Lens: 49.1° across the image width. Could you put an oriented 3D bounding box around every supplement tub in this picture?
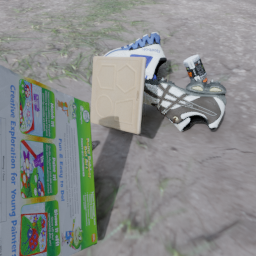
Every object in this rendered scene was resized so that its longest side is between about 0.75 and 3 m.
[{"bbox_3d":[2.489,-2.109,10.256,0.612,0.999,0.612,-26,16,8],"label":"supplement tub"}]

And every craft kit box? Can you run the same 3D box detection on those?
[{"bbox_3d":[-1.345,0.619,4.092,0.633,2.610,2.578,-10,-12,24],"label":"craft kit box"}]

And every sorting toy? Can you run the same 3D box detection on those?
[{"bbox_3d":[-0.264,-0.867,6.978,0.348,1.765,1.907,-6,15,-45],"label":"sorting toy"}]

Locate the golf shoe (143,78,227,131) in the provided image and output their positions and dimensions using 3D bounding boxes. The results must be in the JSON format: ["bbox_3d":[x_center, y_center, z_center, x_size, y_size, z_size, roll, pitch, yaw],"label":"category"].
[{"bbox_3d":[1.175,-0.625,7.721,2.871,1.357,1.116,5,-4,27],"label":"golf shoe"}]

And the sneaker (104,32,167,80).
[{"bbox_3d":[0.233,-2.140,10.099,2.773,1.120,1.602,-28,80,2],"label":"sneaker"}]
